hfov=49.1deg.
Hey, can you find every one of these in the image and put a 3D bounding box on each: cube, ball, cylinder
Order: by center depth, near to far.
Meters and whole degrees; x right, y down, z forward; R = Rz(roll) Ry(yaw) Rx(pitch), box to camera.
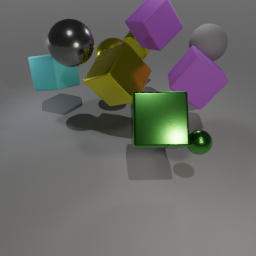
[{"bbox_3d":[1.940,0.385,7.639,0.700,0.700,0.700,0,30,0],"label":"ball"},{"bbox_3d":[0.812,-0.160,7.674,1.400,1.400,1.400,-1,-6,-1],"label":"cube"},{"bbox_3d":[-1.726,-2.558,8.474,1.400,1.400,1.400,0,30,0],"label":"ball"},{"bbox_3d":[-0.339,-1.735,9.348,1.400,1.400,1.400,-4,53,47],"label":"cube"},{"bbox_3d":[2.401,-1.779,9.862,1.400,1.400,1.400,33,27,-15],"label":"cube"},{"bbox_3d":[3.015,-3.186,10.545,1.400,1.400,1.400,0,30,0],"label":"ball"},{"bbox_3d":[-0.584,-2.846,11.076,1.400,1.400,1.400,0,30,0],"label":"ball"},{"bbox_3d":[1.028,-4.129,11.170,1.400,1.400,1.400,-47,35,-7],"label":"cube"},{"bbox_3d":[-3.084,-2.393,11.842,1.400,1.400,1.400,3,18,31],"label":"cube"},{"bbox_3d":[0.643,-4.350,13.773,1.400,1.400,1.400,20,65,31],"label":"cylinder"}]
